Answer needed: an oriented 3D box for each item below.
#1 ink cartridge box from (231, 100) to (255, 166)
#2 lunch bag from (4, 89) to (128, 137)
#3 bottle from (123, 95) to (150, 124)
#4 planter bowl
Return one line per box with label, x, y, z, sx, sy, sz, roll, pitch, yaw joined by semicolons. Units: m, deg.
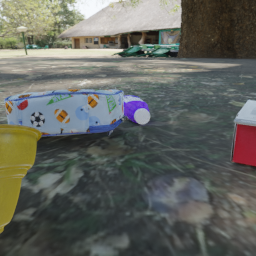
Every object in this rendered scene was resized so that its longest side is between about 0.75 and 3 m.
ink cartridge box;3.167;0.241;4.957;2.360;0.990;2.072;10;19;29
lunch bag;-1.333;-0.418;6.712;2.678;1.012;2.146;0;9;6
bottle;0.221;-0.541;8.273;0.746;0.583;1.786;0;17;-13
planter bowl;-1.870;0.762;2.755;2.244;0.935;2.244;-17;-7;-2
